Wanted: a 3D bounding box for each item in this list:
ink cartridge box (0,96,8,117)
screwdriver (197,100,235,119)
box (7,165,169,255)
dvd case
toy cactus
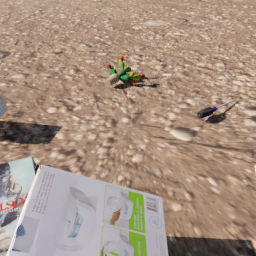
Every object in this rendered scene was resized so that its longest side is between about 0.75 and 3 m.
[{"bbox_3d":[-4.194,-0.429,7.780,1.306,0.549,0.953,-7,34,19],"label":"ink cartridge box"},{"bbox_3d":[2.909,-0.692,8.930,2.034,0.296,0.284,-23,64,-32],"label":"screwdriver"},{"bbox_3d":[-0.568,1.892,3.763,2.078,1.139,2.356,17,36,-13],"label":"box"},{"bbox_3d":[-2.674,1.639,5.606,1.866,0.281,2.556,-13,38,-18],"label":"dvd case"},{"bbox_3d":[-0.279,-2.050,10.624,1.590,0.813,1.312,34,53,23],"label":"toy cactus"}]
